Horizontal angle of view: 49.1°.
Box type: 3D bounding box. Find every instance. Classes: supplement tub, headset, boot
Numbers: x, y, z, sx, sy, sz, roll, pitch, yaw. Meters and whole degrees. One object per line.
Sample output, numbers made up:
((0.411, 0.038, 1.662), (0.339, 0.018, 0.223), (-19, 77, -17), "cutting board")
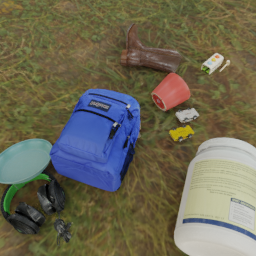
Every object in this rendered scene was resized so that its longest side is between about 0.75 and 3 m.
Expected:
((2.586, 1.976, 7.673), (2.157, 2.157, 2.975), (15, 55, 10), "supplement tub")
((-2.569, 2.208, 8.007), (2.867, 1.347, 1.771), (32, 61, 34), "headset")
((1.150, -3.531, 12.406), (2.598, 0.835, 2.422), (8, 68, 9), "boot")

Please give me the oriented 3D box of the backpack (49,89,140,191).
((-0.765, 0.118, 8.856), (2.366, 2.444, 2.912), (20, 57, 7), "backpack")

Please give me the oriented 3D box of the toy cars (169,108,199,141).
((2.007, -0.091, 10.178), (0.852, 0.421, 1.901), (26, 48, 2), "toy cars")

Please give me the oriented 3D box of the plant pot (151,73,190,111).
((1.564, -1.305, 10.690), (1.083, 1.224, 1.224), (-37, 62, -11), "plant pot")

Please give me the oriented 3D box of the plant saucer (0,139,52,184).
((-3.367, 1.127, 9.082), (2.038, 0.366, 2.038), (-9, 36, 7), "plant saucer")

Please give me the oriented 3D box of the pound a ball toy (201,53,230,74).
((3.824, -2.789, 12.101), (0.753, 0.491, 1.156), (39, 63, 24), "pound a ball toy")

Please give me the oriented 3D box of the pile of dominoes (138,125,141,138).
((-0.161, -0.002, 10.336), (1.261, 0.201, 0.983), (-6, 64, 3), "pile of dominoes")
